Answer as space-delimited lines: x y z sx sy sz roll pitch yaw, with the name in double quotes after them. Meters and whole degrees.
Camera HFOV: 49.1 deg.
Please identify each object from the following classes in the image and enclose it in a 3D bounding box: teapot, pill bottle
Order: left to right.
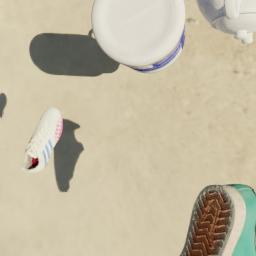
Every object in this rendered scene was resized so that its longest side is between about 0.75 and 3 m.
0.354 -1.823 5.395 1.475 2.548 1.475 1 97 11 "pill bottle"
2.159 -2.415 5.376 1.871 1.847 1.367 0 91 -16 "teapot"

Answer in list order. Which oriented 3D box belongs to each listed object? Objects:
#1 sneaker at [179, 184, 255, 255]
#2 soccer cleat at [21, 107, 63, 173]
0.964 1.477 3.050 0.757 1.894 0.676 7 20 -31 "sneaker"
-0.967 0.152 3.149 0.279 0.345 0.798 22 100 13 "soccer cleat"
